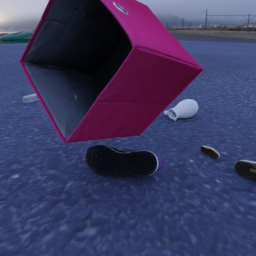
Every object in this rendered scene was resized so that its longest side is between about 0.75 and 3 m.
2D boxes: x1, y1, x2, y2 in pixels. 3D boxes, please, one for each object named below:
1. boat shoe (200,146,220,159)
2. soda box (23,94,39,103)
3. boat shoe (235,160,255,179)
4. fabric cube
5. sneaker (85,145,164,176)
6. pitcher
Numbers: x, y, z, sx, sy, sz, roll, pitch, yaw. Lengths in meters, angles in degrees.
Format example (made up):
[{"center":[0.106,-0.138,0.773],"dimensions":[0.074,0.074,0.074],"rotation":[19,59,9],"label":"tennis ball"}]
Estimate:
[{"center":[2.558,0.711,8.579],"dimensions":[0.248,0.275,0.763],"rotation":[-12,19,-24],"label":"boat shoe"},{"center":[-4.789,-1.501,14.034],"dimensions":[0.313,0.291,0.917],"rotation":[15,26,33],"label":"soda box"},{"center":[3.604,1.146,7.186],"dimensions":[0.598,0.563,1.570],"rotation":[-4,19,-41],"label":"boat shoe"},{"center":[-0.393,-1.416,6.283],"dimensions":[2.525,2.533,2.485],"rotation":[-2,51,-50],"label":"fabric cube"},{"center":[-0.097,0.935,7.674],"dimensions":[2.161,0.818,0.946],"rotation":[6,-2,24],"label":"sneaker"},{"center":[2.213,-0.767,11.762],"dimensions":[1.224,0.742,1.050],"rotation":[-22,19,-21],"label":"pitcher"}]
